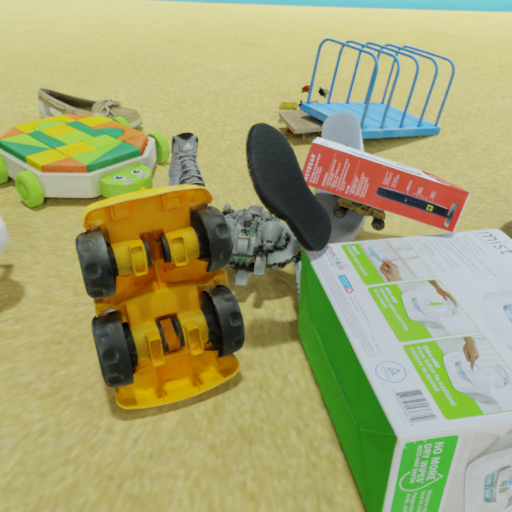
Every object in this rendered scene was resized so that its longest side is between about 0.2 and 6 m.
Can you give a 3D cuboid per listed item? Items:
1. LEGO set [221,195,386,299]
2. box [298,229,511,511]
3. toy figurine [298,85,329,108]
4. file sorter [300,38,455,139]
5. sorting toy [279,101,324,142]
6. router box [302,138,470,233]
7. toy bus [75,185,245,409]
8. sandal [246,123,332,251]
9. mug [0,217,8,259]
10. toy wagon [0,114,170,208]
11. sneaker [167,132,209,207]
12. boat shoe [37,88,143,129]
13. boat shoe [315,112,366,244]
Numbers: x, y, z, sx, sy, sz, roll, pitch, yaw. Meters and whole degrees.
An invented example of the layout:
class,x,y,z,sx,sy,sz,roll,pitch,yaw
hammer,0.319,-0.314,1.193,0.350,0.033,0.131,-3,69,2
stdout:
class,x,y,z,sx,sy,sz,roll,pitch,yaw
LEGO set,0.271,-0.469,8.285,2.243,0.979,3.454,30,56,31
box,2.091,1.047,6.056,2.653,1.454,3.007,-5,32,-10
toy figurine,1.570,-4.294,15.356,0.735,0.747,0.519,16,19,18
file sorter,2.973,-4.020,13.352,2.948,1.809,2.046,-11,36,-36
sorting toy,1.335,-3.234,13.881,1.318,0.462,2.733,-8,33,-12
router box,1.687,-1.071,7.849,2.014,0.548,2.244,19,15,3
toy bus,-1.265,0.228,6.693,1.593,2.348,2.254,-13,21,-18
sandal,0.271,-0.667,6.098,0.414,1.731,0.651,5,53,40
mug,-4.010,-0.161,7.564,1.148,1.177,1.434,20,22,-46
toy wagon,-3.370,-1.959,11.477,4.207,0.832,3.264,27,41,36
sneaker,-1.337,-1.696,10.571,0.745,1.146,1.985,-5,35,-18
boat shoe,-4.258,-3.708,14.234,2.828,0.890,1.031,11,33,17
boat shoe,1.555,-1.217,10.155,0.994,1.147,2.691,-5,60,13
